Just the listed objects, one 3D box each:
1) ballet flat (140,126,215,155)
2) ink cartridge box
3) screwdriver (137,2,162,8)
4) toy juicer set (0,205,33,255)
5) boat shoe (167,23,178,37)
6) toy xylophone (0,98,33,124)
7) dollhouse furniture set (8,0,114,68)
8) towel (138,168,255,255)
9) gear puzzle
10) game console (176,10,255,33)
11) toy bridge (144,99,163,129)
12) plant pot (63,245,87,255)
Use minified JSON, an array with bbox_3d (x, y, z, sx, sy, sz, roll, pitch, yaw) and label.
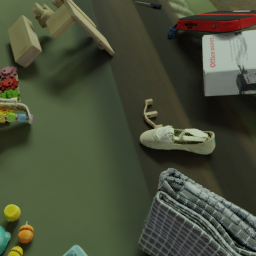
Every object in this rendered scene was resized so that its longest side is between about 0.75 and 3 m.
[{"bbox_3d":[1.326,0.232,7.461,2.006,0.697,0.697,6,53,5],"label":"ballet flat"},{"bbox_3d":[3.634,-2.030,8.625,2.566,1.074,1.862,-1,52,15],"label":"ink cartridge box"},{"bbox_3d":[0.881,-5.372,12.072,1.204,0.175,0.168,19,53,9],"label":"screwdriver"},{"bbox_3d":[-2.786,2.532,5.885,1.087,0.465,1.709,44,59,8],"label":"toy juicer set"},{"bbox_3d":[1.733,-3.806,10.811,0.336,0.274,0.799,21,55,15],"label":"boat shoe"},{"bbox_3d":[-3.475,-0.429,7.449,1.798,1.316,0.452,-1,78,-12],"label":"toy xylophone"},{"bbox_3d":[-2.476,-3.153,10.193,2.611,2.128,2.483,-38,54,15],"label":"dollhouse furniture set"},{"bbox_3d":[1.396,2.113,5.086,2.510,2.078,1.074,31,55,21],"label":"towel"},{"bbox_3d":[-4.000,-1.083,8.664,1.251,0.316,2.416,-14,55,-11],"label":"gear puzzle"},{"bbox_3d":[3.397,-3.862,10.053,2.455,0.431,2.776,-20,29,-26],"label":"game console"},{"bbox_3d":[0.671,-0.398,8.261,0.387,0.157,1.152,-11,54,-8],"label":"toy bridge"},{"bbox_3d":[-1.039,2.799,5.335,0.880,0.897,0.878,-38,62,-25],"label":"plant pot"}]
